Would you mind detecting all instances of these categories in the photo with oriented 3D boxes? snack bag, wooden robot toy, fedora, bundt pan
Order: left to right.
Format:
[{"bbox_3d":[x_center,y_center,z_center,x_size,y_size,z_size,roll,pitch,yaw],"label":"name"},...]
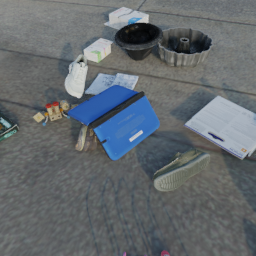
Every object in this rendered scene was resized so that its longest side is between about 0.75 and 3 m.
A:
[{"bbox_3d":[-3.082,-0.832,11.880,1.964,0.865,0.891,-18,36,-18],"label":"wooden robot toy"},{"bbox_3d":[-0.738,-2.087,13.397,2.139,0.229,2.016,10,40,13],"label":"snack bag"},{"bbox_3d":[0.614,-4.586,15.252,2.853,1.303,2.853,-3,45,3],"label":"fedora"},{"bbox_3d":[2.948,-4.230,15.058,3.026,1.136,3.026,1,45,-1],"label":"bundt pan"}]

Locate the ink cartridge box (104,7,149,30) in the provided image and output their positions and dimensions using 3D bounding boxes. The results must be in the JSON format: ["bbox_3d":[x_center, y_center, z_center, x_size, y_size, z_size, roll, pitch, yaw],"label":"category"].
[{"bbox_3d":[-0.167,-7.006,18.115,2.617,0.873,1.516,28,51,26],"label":"ink cartridge box"}]

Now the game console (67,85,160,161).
[{"bbox_3d":[-0.523,-0.346,11.186,2.771,2.366,1.640,-35,12,-30],"label":"game console"}]

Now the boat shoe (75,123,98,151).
[{"bbox_3d":[-1.436,0.077,10.989,0.873,0.887,2.382,19,40,-11],"label":"boat shoe"}]

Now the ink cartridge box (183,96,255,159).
[{"bbox_3d":[3.955,0.003,11.143,2.622,0.533,2.627,35,54,30],"label":"ink cartridge box"}]

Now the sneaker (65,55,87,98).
[{"bbox_3d":[-2.080,-2.187,11.609,0.804,0.867,2.140,19,49,-29],"label":"sneaker"}]

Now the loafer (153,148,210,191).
[{"bbox_3d":[1.735,1.375,9.620,2.367,0.890,0.824,-20,38,-28],"label":"loafer"}]

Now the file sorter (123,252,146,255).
[{"bbox_3d":[0.820,3.921,6.534,2.160,1.355,1.501,5,44,5],"label":"file sorter"}]

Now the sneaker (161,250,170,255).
[{"bbox_3d":[1.082,3.559,7.513,0.297,0.350,0.806,3,22,-6],"label":"sneaker"}]

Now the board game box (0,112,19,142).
[{"bbox_3d":[-5.950,-0.143,11.423,2.606,0.367,1.762,32,52,29],"label":"board game box"}]

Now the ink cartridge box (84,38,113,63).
[{"bbox_3d":[-1.598,-4.345,15.606,0.958,0.551,1.636,23,49,22],"label":"ink cartridge box"}]
